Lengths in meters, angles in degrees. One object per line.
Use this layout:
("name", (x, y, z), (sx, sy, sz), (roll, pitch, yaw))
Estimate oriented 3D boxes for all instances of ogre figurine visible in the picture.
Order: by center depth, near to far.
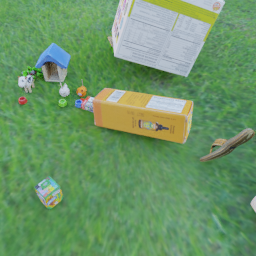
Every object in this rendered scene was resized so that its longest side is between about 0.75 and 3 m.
("ogre figurine", (-3.569, -2.037, 10.510), (0.532, 0.435, 0.887), (42, 70, 18))

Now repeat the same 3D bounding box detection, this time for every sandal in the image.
("sandal", (2.595, 0.426, 7.503), (0.652, 1.624, 0.438), (4, 52, -44))

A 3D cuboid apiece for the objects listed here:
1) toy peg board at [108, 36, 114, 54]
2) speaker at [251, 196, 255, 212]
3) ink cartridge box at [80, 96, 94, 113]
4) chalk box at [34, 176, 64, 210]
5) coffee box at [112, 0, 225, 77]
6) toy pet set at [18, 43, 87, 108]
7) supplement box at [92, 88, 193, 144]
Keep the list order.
("toy peg board", (-0.400, -3.494, 11.935), (0.833, 0.409, 0.836), (-1, 43, -21))
("speaker", (3.772, 2.486, 5.846), (1.083, 1.083, 2.666), (-12, 49, -11))
("ink cartridge box", (-1.335, -0.834, 9.517), (0.873, 0.220, 0.476), (19, 50, 17))
("chalk box", (-1.958, 1.559, 6.915), (0.467, 0.753, 0.470), (35, 56, 28))
("coffee box", (1.129, -3.908, 10.009), (2.791, 2.760, 2.786), (12, 35, -14))
("toy pet set", (-2.596, -1.900, 9.824), (2.266, 1.203, 2.116), (3, 46, 2))
("supplement box", (0.425, -0.421, 8.369), (2.890, 0.962, 0.994), (13, 37, 20))
